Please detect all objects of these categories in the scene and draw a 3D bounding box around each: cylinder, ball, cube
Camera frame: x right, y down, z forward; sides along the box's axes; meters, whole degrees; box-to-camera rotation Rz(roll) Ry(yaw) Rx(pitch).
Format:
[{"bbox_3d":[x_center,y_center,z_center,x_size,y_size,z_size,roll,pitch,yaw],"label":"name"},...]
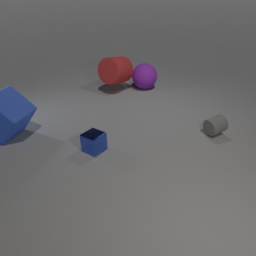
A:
[{"bbox_3d":[3.462,-0.107,11.084,0.700,0.700,0.700,-22,35,-21],"label":"cylinder"},{"bbox_3d":[0.922,-2.879,15.545,1.400,1.400,1.400,0,29,0],"label":"ball"},{"bbox_3d":[-1.236,0.506,10.158,0.700,0.700,0.700,18,34,32],"label":"cube"},{"bbox_3d":[-4.656,-0.500,10.712,1.400,1.400,1.400,40,34,-4],"label":"cube"},{"bbox_3d":[-0.651,-3.071,14.889,1.400,1.400,1.400,17,23,28],"label":"cylinder"}]
